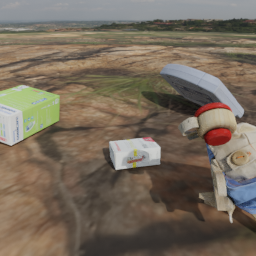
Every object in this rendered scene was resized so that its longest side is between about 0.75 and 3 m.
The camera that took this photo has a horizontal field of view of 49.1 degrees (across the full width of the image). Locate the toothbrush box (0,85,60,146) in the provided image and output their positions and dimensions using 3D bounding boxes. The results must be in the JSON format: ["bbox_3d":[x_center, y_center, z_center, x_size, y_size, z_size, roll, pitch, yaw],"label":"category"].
[{"bbox_3d":[-3.091,-0.452,7.822,1.458,0.862,2.002,16,25,18],"label":"toothbrush box"}]

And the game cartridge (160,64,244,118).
[{"bbox_3d":[2.305,-1.313,9.267,1.873,0.575,2.813,31,4,-35],"label":"game cartridge"}]

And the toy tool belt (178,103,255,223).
[{"bbox_3d":[1.611,0.668,3.888,1.325,2.122,1.304,-22,53,28],"label":"toy tool belt"}]

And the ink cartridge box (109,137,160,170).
[{"bbox_3d":[0.134,0.555,6.313,1.018,0.425,0.739,-5,18,-12],"label":"ink cartridge box"}]
